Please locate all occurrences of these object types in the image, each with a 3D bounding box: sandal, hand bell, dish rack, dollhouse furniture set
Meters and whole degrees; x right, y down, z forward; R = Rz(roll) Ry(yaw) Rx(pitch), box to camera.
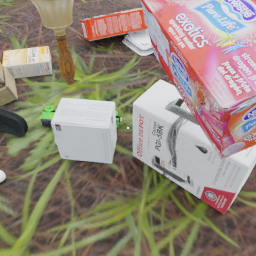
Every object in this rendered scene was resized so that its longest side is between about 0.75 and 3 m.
[{"bbox_3d":[-4.200,-0.294,8.100,2.625,0.987,0.628,15,45,12],"label":"sandal"},{"bbox_3d":[-1.362,-1.818,5.772,1.080,2.074,1.080,-1,42,1],"label":"hand bell"},{"bbox_3d":[0.851,-3.757,11.709,1.822,0.397,1.563,-28,53,-24],"label":"dish rack"},{"bbox_3d":[-4.734,-1.477,9.062,1.565,1.489,1.275,-26,46,-3],"label":"dollhouse furniture set"}]

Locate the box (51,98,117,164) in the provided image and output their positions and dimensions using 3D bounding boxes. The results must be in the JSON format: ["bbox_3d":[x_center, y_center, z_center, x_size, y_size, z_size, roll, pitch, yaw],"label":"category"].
[{"bbox_3d":[-1.086,0.090,7.425,1.477,1.469,0.965,6,48,5],"label":"box"}]

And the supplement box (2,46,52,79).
[{"bbox_3d":[-3.684,-2.417,10.311,1.644,0.605,1.036,-10,49,-9],"label":"supplement box"}]

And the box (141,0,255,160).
[{"bbox_3d":[1.218,-1.017,3.927,1.198,1.251,2.509,-24,54,2],"label":"box"}]

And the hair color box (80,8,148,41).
[{"bbox_3d":[-0.477,-4.297,11.527,2.726,0.835,1.384,-15,25,-12],"label":"hair color box"}]

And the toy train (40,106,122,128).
[{"bbox_3d":[-1.422,-0.241,8.364,2.452,0.512,0.692,5,44,5],"label":"toy train"}]

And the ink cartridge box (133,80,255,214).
[{"bbox_3d":[1.507,0.421,6.715,2.826,2.074,1.171,31,55,26],"label":"ink cartridge box"}]

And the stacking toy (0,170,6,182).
[{"bbox_3d":[-3.780,1.177,7.032,1.324,0.967,0.967,12,46,-15],"label":"stacking toy"}]
